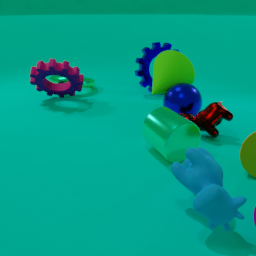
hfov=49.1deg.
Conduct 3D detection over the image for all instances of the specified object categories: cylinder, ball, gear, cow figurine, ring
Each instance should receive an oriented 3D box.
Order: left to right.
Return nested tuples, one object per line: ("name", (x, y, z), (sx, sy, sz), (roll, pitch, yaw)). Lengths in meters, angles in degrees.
("gear", (-2.698, -1.846, 10.691), (1.961, 1.961, 0.363), (-1, 64, -1))
("ring", (-2.435, -2.058, 12.346), (2.003, 0.401, 2.003), (5, 12, -1))
("gear", (1.313, -2.485, 11.649), (2.068, 2.068, 0.383), (-8, 18, -17))
("cylinder", (1.069, 0.150, 7.047), (1.085, 1.085, 1.085), (-11, 29, -23))
("ball", (1.761, -0.839, 9.081), (1.263, 1.263, 1.263), (0, 24, 0))
("cow figurine", (2.133, -0.302, 8.072), (1.340, 1.362, 0.748), (41, 9, 17))
("cow figurine", (1.462, 1.031, 5.011), (1.444, 0.806, 1.468), (49, 21, 21))

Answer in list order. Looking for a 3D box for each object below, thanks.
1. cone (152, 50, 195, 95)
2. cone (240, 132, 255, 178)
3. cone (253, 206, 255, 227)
("cone", (1.213, -1.562, 9.556), (1.609, 1.609, 1.615), (16, 45, 31))
("cone", (3.143, 0.485, 6.630), (1.159, 1.159, 1.163), (5, 10, 10))
("cone", (2.725, 1.514, 4.669), (0.899, 0.895, 0.895), (13, 10, -43))
